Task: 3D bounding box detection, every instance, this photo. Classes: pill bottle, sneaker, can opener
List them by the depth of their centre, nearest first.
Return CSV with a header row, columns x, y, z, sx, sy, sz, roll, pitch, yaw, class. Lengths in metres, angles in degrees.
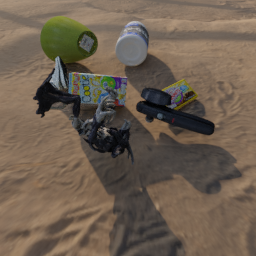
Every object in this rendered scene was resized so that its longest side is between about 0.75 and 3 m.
x,y,z,sx,sy,sz,roll,pitch,yaw,class
1.353,-0.353,8.181,2.413,0.949,0.765,26,38,16,can opener
-2.782,-1.997,10.488,0.926,0.607,1.609,-20,56,4,sneaker
0.254,-3.966,12.872,1.410,1.410,2.479,3,37,4,pill bottle

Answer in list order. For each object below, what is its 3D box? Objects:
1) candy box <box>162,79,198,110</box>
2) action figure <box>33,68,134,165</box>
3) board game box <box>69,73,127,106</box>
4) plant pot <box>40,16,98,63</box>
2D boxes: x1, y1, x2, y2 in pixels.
x,y,z,sx,sy,sz,roll,pitch,yaw,class
1.647,-1.089,9.616,1.635,0.216,0.836,-30,76,-35,candy box
-0.778,-0.296,6.760,2.876,1.468,1.709,34,10,-17,action figure
-0.977,-1.269,9.162,1.805,0.946,0.929,4,11,-5,board game box
-2.240,-3.538,11.531,1.972,1.972,2.107,-27,34,-32,plant pot
